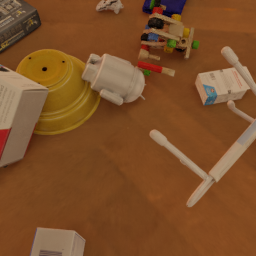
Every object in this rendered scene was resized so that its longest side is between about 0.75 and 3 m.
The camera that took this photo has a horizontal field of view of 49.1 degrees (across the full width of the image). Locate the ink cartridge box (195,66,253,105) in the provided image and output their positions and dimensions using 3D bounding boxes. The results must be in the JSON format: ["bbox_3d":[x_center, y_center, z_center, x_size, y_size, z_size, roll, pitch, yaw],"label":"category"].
[{"bbox_3d":[2.893,-1.264,8.361,1.505,0.502,0.872,-10,62,-5],"label":"ink cartridge box"}]

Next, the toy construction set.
[{"bbox_3d":[1.321,-2.499,8.380,1.828,1.985,2.379,14,67,-5],"label":"toy construction set"}]

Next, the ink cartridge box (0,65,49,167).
[{"bbox_3d":[-3.763,-0.619,6.987,2.849,1.180,2.076,26,104,9],"label":"ink cartridge box"}]

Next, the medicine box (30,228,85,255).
[{"bbox_3d":[-1.415,2.823,5.577,0.771,1.498,1.365,5,62,3],"label":"medicine box"}]

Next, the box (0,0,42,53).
[{"bbox_3d":[-4.794,-3.520,9.450,2.276,0.736,2.886,36,67,19],"label":"box"}]

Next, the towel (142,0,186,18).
[{"bbox_3d":[1.495,-4.841,10.361,1.474,0.494,1.996,15,63,16],"label":"towel"}]

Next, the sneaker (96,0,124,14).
[{"bbox_3d":[-0.653,-4.370,10.141,0.994,0.571,0.373,-16,56,31],"label":"sneaker"}]

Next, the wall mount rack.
[{"bbox_3d":[1.331,0.037,4.156,0.874,2.036,2.343,40,91,25],"label":"wall mount rack"}]

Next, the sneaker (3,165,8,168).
[{"bbox_3d":[-3.585,0.930,7.310,0.905,0.343,0.523,27,70,25],"label":"sneaker"}]

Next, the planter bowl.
[{"bbox_3d":[-2.258,-1.351,8.020,2.900,1.208,2.900,0,61,0],"label":"planter bowl"}]

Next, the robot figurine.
[{"bbox_3d":[-0.325,-1.392,7.956,1.884,1.064,1.598,22,60,-15],"label":"robot figurine"}]
